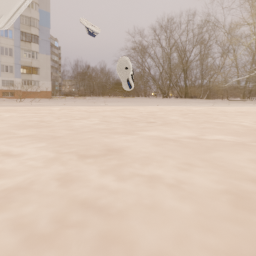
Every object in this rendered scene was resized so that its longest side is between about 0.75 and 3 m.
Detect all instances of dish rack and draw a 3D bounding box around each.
[{"bbox_3d":[-2.725,-2.931,5.638,1.734,1.488,0.377,-36,32,23],"label":"dish rack"}]

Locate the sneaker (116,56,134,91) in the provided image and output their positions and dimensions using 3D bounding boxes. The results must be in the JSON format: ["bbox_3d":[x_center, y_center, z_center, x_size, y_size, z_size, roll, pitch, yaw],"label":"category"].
[{"bbox_3d":[-0.090,-2.120,9.977,0.534,0.817,1.460,-3,-39,6],"label":"sneaker"}]

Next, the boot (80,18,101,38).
[{"bbox_3d":[-1.332,-3.325,9.363,0.807,0.294,0.365,24,-47,-34],"label":"boot"}]
